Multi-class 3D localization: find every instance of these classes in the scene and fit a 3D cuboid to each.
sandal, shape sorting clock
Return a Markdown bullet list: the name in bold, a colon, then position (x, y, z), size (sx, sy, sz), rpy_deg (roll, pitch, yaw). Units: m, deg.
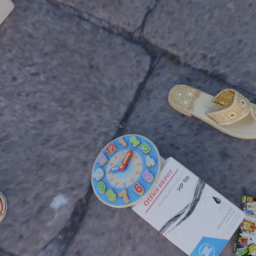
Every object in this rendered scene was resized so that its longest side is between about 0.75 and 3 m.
- **sandal**: position (2.680, -0.608, 7.817), size (3.176, 1.045, 1.164), rpy_deg (19, 73, 11)
- **shape sorting clock**: position (-0.108, 1.098, 7.592), size (2.088, 0.410, 2.088), rpy_deg (-18, 50, 23)

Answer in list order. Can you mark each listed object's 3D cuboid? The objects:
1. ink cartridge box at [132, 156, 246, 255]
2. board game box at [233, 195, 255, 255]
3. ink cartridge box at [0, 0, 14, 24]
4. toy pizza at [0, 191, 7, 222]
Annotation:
- **ink cartridge box**: position (1.290, 2.009, 7.541), size (2.994, 1.016, 1.737), rpy_deg (37, 81, 7)
- **board game box**: position (3.503, 2.796, 7.818), size (0.864, 0.193, 1.649), rpy_deg (13, 79, 1)
- **ink cartridge box**: position (-5.258, -4.019, 8.679), size (2.565, 1.063, 1.883), rpy_deg (33, 82, 5)
- **toy pizza**: position (-4.014, 2.262, 7.915), size (1.145, 0.182, 1.145), rpy_deg (0, 79, 0)
